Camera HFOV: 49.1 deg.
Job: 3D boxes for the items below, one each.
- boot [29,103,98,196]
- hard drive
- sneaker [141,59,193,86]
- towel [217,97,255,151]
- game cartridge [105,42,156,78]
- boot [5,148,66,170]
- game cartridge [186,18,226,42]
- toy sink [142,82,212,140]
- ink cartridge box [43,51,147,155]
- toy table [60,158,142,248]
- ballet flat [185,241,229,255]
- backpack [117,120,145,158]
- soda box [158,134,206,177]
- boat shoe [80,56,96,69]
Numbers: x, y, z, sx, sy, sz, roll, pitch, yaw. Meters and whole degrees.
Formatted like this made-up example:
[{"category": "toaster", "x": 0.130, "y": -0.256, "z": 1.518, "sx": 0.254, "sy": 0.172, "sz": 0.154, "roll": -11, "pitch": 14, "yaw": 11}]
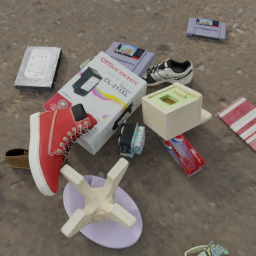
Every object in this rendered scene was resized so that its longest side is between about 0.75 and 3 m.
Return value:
[{"category": "boot", "x": -1.761, "y": 0.491, "z": 8.132, "sx": 1.951, "sy": 0.979, "sz": 2.704, "roll": -14, "pitch": 59, "yaw": 0}, {"category": "hard drive", "x": -3.651, "y": -2.471, "z": 11.558, "sx": 1.508, "sy": 0.408, "sz": 2.158, "roll": 4, "pitch": 61, "yaw": 3}, {"category": "sneaker", "x": 1.358, "y": -2.305, "z": 11.083, "sx": 2.433, "sy": 1.067, "sz": 0.920, "roll": -3, "pitch": 62, "yaw": 0}, {"category": "towel", "x": 4.453, "y": -0.192, "z": 10.354, "sx": 1.382, "sy": 0.218, "sz": 1.919, "roll": -32, "pitch": 63, "yaw": -15}, {"category": "game cartridge", "x": -0.106, "y": -2.750, "z": 11.338, "sx": 2.148, "sy": 0.412, "sz": 1.392, "roll": 26, "pitch": 76, "yaw": 30}, {"category": "boot", "x": -3.104, "y": 1.015, "z": 9.346, "sx": 1.969, "sy": 0.743, "sz": 0.725, "roll": -1, "pitch": 58, "yaw": -2}, {"category": "game cartridge", "x": 3.588, "y": -4.533, "z": 12.825, "sx": 1.719, "sy": 0.330, "sz": 1.114, "roll": 11, "pitch": 65, "yaw": 6}, {"category": "toy sink", "x": 1.667, "y": -0.702, "z": 9.339, "sx": 2.031, "sy": 1.138, "sz": 1.324, "roll": -23, "pitch": 39, "yaw": -22}, {"category": "ink cartridge box", "x": -1.081, "y": -0.941, "z": 9.949, "sx": 2.183, "sy": 1.241, "sz": 2.996, "roll": 37, "pitch": 72, "yaw": 14}, {"category": "toy table", "x": -0.793, "y": 2.183, "z": 8.151, "sx": 2.758, "sy": 1.615, "sz": 2.536, "roll": 22, "pitch": 61, "yaw": 13}, {"category": "ballet flat", "x": 1.650, "y": 3.905, "z": 7.740, "sx": 2.401, "sy": 0.891, "sz": 0.891, "roll": -22, "pitch": 62, "yaw": -14}, {"category": "backpack", "x": 0.108, "y": 0.426, "z": 9.433, "sx": 0.893, "sy": 1.187, "sz": 1.054, "roll": 14, "pitch": 59, "yaw": 4}, {"category": "soda box", "x": 1.785, "y": 0.711, "z": 9.560, "sx": 0.586, "sy": 0.647, "sz": 1.848, "roll": -27, "pitch": 63, "yaw": -17}, {"category": "boat shoe", "x": -1.630, "y": -2.778, "z": 11.801, "sx": 0.901, "sy": 0.279, "sz": 0.324, "roll": -33, "pitch": 65, "yaw": -17}]
